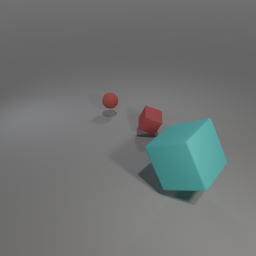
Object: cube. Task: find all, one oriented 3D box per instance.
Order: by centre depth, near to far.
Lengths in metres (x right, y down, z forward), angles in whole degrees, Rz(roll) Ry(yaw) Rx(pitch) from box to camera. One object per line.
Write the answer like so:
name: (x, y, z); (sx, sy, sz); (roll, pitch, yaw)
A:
cube: (1.594, 0.734, 7.617); (1.400, 1.400, 1.400); (-12, 17, 45)
cube: (0.847, -0.298, 10.694); (0.700, 0.700, 0.700); (18, 43, -13)

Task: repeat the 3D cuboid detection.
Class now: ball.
ball: (-0.763, -1.181, 12.104); (0.700, 0.700, 0.700); (0, 29, 0)
